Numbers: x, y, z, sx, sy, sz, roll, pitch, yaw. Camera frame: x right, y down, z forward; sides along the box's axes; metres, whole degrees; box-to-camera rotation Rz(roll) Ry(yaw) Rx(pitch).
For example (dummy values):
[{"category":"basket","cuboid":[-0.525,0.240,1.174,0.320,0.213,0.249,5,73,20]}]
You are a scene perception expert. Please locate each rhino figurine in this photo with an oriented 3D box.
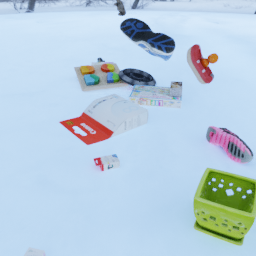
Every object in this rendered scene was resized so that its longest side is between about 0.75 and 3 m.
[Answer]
[{"category":"rhino figurine","cuboid":[-0.389,-5.381,12.170,0.334,1.118,0.489,-20,-2,27]}]

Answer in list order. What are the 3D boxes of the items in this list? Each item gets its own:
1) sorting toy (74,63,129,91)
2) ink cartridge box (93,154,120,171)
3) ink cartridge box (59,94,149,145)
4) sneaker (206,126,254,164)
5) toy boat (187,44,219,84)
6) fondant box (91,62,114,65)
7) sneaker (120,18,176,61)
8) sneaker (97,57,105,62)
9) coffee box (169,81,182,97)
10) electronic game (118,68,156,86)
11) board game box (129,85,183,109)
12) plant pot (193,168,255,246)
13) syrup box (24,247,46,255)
[{"category":"sorting toy","cuboid":[-1.574,-3.041,15.954,2.601,0.513,2.810,-10,40,-17]},{"category":"ink cartridge box","cuboid":[-0.698,1.135,9.106,0.788,0.265,0.458,-9,31,-16]},{"category":"ink cartridge box","cuboid":[-1.023,-0.478,11.551,2.965,0.701,2.374,-20,35,-34]},{"category":"sneaker","cuboid":[3.722,0.502,9.859,0.987,0.818,2.070,-1,28,-26]},{"category":"toy boat","cuboid":[2.507,-2.139,9.071,0.867,1.326,0.866,-27,12,35]},{"category":"fondant box","cuboid":[-1.622,-3.884,17.927,1.468,0.428,1.059,-1,30,-4]},{"category":"sneaker","cuboid":[0.761,-3.738,12.039,2.735,1.054,1.036,38,80,15]},{"category":"sneaker","cuboid":[-1.880,-4.403,18.695,0.435,0.391,1.007,-3,-8,17]},{"category":"coffee box","cuboid":[2.314,-1.881,13.469,0.581,0.405,1.016,6,30,9]},{"category":"electronic game","cuboid":[0.525,-2.796,15.720,2.184,0.454,2.184,12,32,-7]},{"category":"board game box","cuboid":[1.400,-1.573,13.786,2.481,0.425,1.668,6,29,10]},{"category":"plant pot","cuboid":[2.315,1.918,6.730,1.344,1.220,1.338,14,33,23]},{"category":"syrup box","cuboid":[-2.066,2.967,5.693,0.382,0.395,0.970,7,30,12]}]
